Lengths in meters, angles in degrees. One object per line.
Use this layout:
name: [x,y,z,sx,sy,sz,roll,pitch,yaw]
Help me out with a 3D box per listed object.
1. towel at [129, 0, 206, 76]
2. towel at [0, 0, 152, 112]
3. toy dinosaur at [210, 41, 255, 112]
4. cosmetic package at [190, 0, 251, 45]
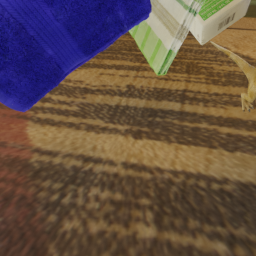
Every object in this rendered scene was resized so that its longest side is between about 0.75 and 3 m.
towel: [0.878,-2.682,5.277,0.432,2.815,2.100,3,44,-26]
towel: [-0.885,-1.373,3.612,2.688,1.985,0.666,-40,71,0]
toy dinosaur: [1.940,-0.584,4.057,0.546,0.949,1.877,-29,55,4]
cosmetic package: [1.847,-3.992,7.779,1.547,1.220,2.875,-36,77,6]
